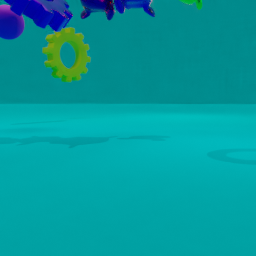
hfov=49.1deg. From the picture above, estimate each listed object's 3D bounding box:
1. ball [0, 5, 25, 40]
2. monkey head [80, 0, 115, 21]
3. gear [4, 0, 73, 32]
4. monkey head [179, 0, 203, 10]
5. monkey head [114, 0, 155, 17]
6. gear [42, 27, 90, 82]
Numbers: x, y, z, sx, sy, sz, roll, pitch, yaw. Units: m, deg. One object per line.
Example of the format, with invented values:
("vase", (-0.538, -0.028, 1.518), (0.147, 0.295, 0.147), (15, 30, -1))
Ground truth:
("ball", (-3.086, -2.693, 7.158), (0.832, 0.832, 0.832), (0, 5, 0))
("monkey head", (-0.728, -2.991, 6.581), (0.799, 0.954, 1.326), (-4, -26, -21))
("gear", (-2.132, -2.902, 5.923), (0.374, 2.023, 2.023), (-45, -16, 24))
("monkey head", (1.554, -3.577, 6.985), (1.195, 0.720, 0.860), (40, -26, -3))
("monkey head", (0.154, -3.149, 6.443), (0.968, 1.155, 1.606), (-4, -38, 15))
("gear", (-2.348, -2.842, 10.952), (0.377, 2.039, 2.039), (9, 10, 38))
